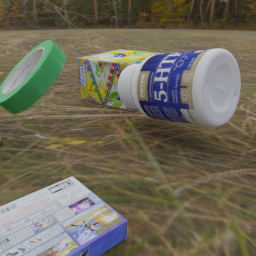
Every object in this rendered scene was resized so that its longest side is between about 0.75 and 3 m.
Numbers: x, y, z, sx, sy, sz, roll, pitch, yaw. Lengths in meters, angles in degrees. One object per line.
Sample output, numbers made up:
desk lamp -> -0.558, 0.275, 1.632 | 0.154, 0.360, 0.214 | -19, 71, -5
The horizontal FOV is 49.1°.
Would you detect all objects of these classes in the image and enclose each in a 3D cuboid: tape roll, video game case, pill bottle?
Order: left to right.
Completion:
tape roll -> -2.552, -1.346, 7.317 | 2.124, 0.510, 2.124 | -27, 40, 26
video game case -> -1.156, 1.520, 4.243 | 1.726, 0.392, 1.565 | -19, 30, -37
pill bottle -> 1.171, -1.071, 7.429 | 1.793, 1.793, 2.995 | -20, 19, -38

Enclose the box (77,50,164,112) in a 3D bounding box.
box -> -0.059, -1.987, 10.765 | 2.568, 1.627, 2.667 | 16, 29, 33
